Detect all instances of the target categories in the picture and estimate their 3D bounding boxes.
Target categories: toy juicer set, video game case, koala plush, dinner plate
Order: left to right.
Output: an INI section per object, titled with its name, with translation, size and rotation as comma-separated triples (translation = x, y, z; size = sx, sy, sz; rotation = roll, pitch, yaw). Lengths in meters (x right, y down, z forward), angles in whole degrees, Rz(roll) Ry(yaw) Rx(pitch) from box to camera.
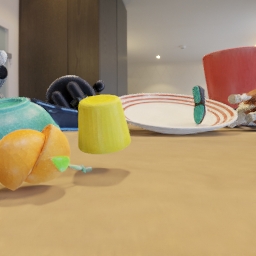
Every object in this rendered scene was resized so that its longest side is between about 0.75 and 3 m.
[koala plush]
translation = -4.610, -1.390, 8.848
size = 2.439, 2.654, 2.353
rotation = 0, 4, 21
[toy juicer set]
translation = -0.939, 0.108, 1.870
size = 1.732, 0.471, 1.102
rotation = 5, 23, 24
[dinner plate]
translation = 0.890, -0.327, 5.972
size = 2.690, 0.326, 2.690
rotation = 3, 21, -1
[video game case]
translation = 3.180, -0.334, 8.925
size = 2.051, 0.261, 1.853
rotation = 0, -7, 13

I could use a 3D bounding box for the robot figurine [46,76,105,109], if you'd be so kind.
[robot figurine]
translation = -1.746, -0.822, 8.965
size = 1.864, 1.548, 2.481
rotation = 6, 3, -8

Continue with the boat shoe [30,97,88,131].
[boat shoe]
translation = -1.138, -0.350, 6.600
size = 2.334, 0.801, 0.982
rotation = -2, 4, -39

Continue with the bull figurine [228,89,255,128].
[bull figurine]
translation = 3.424, -0.573, 6.520
size = 2.855, 0.930, 1.733
rotation = -17, -4, 44

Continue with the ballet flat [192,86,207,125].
[ballet flat]
translation = 1.440, -0.447, 5.519
size = 0.292, 0.799, 0.292
rotation = -2, -13, 0

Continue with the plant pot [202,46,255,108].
[plant pot]
translation = 4.384, -1.478, 10.742
size = 2.997, 2.652, 2.997
rotation = 0, 4, 0
